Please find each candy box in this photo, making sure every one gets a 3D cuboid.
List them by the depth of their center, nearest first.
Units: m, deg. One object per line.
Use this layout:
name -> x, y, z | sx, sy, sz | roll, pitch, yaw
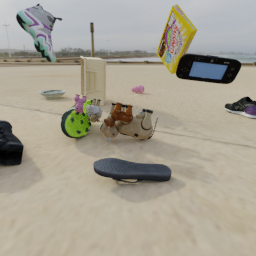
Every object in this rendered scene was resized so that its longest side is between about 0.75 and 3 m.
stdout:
candy box -> 1.969, -3.632, 11.873 | 0.367, 1.421, 2.781 | -27, -18, -19

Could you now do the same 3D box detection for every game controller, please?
game controller -> 3.085, -2.279, 10.848 | 2.370, 0.499, 1.236 | 6, -27, -1

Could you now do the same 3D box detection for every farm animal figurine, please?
farm animal figurine -> -0.565, -0.225, 9.402 | 2.561, 1.288, 2.068 | 15, 5, 42

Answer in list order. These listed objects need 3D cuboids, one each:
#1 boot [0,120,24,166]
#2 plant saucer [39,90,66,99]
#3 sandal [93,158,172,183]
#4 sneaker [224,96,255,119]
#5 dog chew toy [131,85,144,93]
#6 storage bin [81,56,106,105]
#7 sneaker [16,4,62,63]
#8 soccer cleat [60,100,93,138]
boot -> -4.195, 0.436, 7.853 | 2.117, 0.843, 2.569 | -10, 23, -26
plant saucer -> -4.575, -2.040, 17.050 | 1.575, 0.395, 1.575 | -1, 16, 0
sandal -> 0.098, 1.066, 6.429 | 1.826, 0.391, 0.694 | 8, 22, -7
sneaker -> 5.259, -1.057, 12.766 | 0.745, 0.862, 1.969 | -8, 18, -25
dog chew toy -> 0.648, -2.598, 18.845 | 0.876, 0.546, 0.546 | -4, 14, 16
storage bin -> -1.954, -2.645, 15.396 | 1.147, 2.429, 2.447 | -2, 16, -14
sneaker -> -1.951, -2.392, 6.888 | 0.960, 1.372, 0.533 | -41, 23, -27
soccer cleat -> -1.956, -0.262, 10.185 | 1.211, 1.008, 2.987 | -21, 15, 13
